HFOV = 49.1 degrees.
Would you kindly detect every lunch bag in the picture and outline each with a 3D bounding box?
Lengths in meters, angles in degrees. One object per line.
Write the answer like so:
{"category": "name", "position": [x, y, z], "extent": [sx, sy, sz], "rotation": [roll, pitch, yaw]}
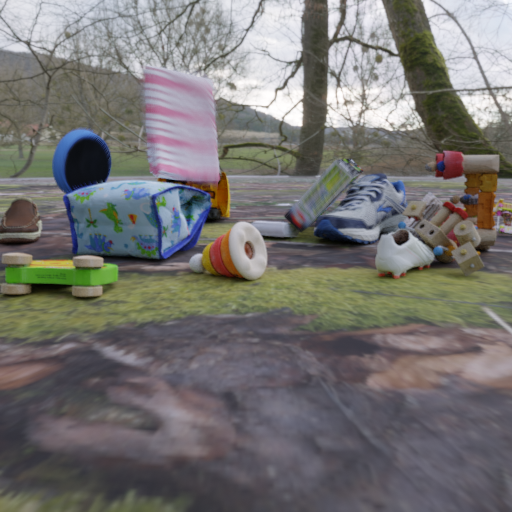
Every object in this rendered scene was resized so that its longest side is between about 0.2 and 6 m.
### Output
{"category": "lunch bag", "position": [-2.311, -0.858, 11.490], "extent": [2.100, 1.574, 2.470], "rotation": [3, 20, 17]}

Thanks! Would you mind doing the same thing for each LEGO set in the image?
{"category": "LEGO set", "position": [5.982, -0.796, 14.118], "extent": [2.315, 0.862, 1.065], "rotation": [1, -25, 31]}

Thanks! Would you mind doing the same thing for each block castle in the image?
{"category": "block castle", "position": [4.327, -1.244, 12.296], "extent": [1.430, 2.037, 3.049], "rotation": [1, 9, 14]}

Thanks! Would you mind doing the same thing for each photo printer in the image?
{"category": "photo printer", "position": [0.404, -0.638, 13.436], "extent": [1.014, 0.352, 0.844], "rotation": [5, 3, 30]}

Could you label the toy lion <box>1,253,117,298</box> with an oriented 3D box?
{"category": "toy lion", "position": [-2.922, 0.242, 8.582], "extent": [1.740, 0.597, 1.668], "rotation": [2, 3, 9]}

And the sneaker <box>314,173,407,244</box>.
{"category": "sneaker", "position": [2.511, -1.182, 13.293], "extent": [1.388, 1.535, 3.602], "rotation": [8, 13, 37]}

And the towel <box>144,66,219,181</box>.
{"category": "towel", "position": [-1.635, -2.984, 12.806], "extent": [1.837, 2.511, 0.376], "rotation": [-3, -1, -42]}

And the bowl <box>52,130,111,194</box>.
{"category": "bowl", "position": [-3.517, -1.857, 11.447], "extent": [0.272, 1.384, 1.384], "rotation": [17, 17, 28]}

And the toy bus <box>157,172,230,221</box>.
{"category": "toy bus", "position": [-1.794, -1.734, 17.169], "extent": [2.152, 1.460, 2.066], "rotation": [-2, -3, 5]}

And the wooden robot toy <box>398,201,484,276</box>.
{"category": "wooden robot toy", "position": [3.499, -0.265, 10.125], "extent": [0.961, 0.990, 2.182], "rotation": [-40, 32, 3]}

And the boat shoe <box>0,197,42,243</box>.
{"category": "boat shoe", "position": [-5.669, -0.911, 13.360], "extent": [0.975, 0.976, 2.640], "rotation": [-4, 11, -19]}

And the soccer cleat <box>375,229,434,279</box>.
{"category": "soccer cleat", "position": [2.623, -0.119, 9.693], "extent": [0.670, 0.750, 1.933], "rotation": [7, 12, 34]}

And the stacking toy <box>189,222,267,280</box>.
{"category": "stacking toy", "position": [-0.559, 0.034, 9.277], "extent": [1.305, 0.954, 0.954], "rotation": [-15, 1, 33]}

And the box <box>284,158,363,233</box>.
{"category": "box", "position": [1.813, -1.632, 14.273], "extent": [0.569, 1.803, 3.276], "rotation": [44, 18, 4]}

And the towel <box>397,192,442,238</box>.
{"category": "towel", "position": [3.583, -0.826, 12.515], "extent": [0.333, 1.279, 1.930], "rotation": [40, 15, 5]}
